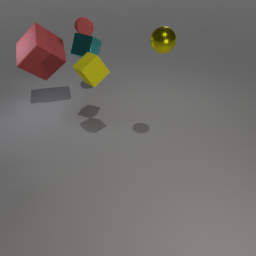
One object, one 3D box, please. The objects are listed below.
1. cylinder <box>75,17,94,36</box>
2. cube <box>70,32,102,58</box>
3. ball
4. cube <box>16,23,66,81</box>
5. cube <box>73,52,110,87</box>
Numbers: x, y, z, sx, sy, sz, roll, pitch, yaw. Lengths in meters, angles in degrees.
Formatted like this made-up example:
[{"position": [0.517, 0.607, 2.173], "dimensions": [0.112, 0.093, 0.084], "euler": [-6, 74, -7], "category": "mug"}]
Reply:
[{"position": [-1.835, -4.237, 11.708], "dimensions": [0.700, 0.700, 0.700], "euler": [-10, 30, -16], "category": "cylinder"}, {"position": [-1.380, -2.672, 9.286], "dimensions": [0.700, 0.700, 0.700], "euler": [18, 9, 16], "category": "cube"}, {"position": [0.937, -2.327, 7.430], "dimensions": [0.700, 0.700, 0.700], "euler": [0, 33, 0], "category": "ball"}, {"position": [-3.582, -3.100, 11.519], "dimensions": [1.400, 1.400, 1.400], "euler": [24, 41, -46], "category": "cube"}, {"position": [-1.144, -1.810, 8.683], "dimensions": [0.700, 0.700, 0.700], "euler": [-46, 40, -9], "category": "cube"}]
